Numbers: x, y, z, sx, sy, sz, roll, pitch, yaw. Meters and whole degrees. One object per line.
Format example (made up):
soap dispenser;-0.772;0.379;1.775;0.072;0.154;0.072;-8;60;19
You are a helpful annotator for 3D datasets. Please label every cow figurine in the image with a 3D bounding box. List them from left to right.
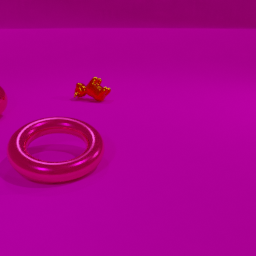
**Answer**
cow figurine;-1.236;-1.199;9.332;1.092;1.074;0.599;47;15;14

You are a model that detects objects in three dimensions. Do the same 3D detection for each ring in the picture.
ring;-1.314;0.336;5.218;1.756;0.351;1.756;5;34;-4

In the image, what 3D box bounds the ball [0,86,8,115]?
ball;-3.806;-0.754;7.552;1.036;1.036;1.036;0;21;0
